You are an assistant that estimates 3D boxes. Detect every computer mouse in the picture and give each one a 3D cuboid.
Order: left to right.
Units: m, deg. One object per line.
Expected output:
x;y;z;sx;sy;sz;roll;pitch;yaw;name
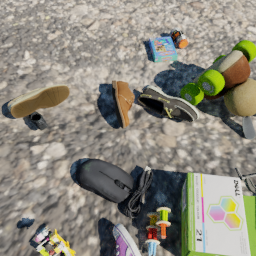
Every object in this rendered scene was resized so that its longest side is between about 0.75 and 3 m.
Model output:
-0.519;1.539;8.556;2.384;0.628;1.651;19;57;13;computer mouse

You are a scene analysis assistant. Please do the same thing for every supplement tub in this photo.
2.296;-4.036;12.585;0.561;0.561;0.916;-18;56;-12;supplement tub

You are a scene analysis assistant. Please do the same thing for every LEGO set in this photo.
-1.786;3.401;7.235;0.670;0.828;1.800;-38;85;-6;LEGO set

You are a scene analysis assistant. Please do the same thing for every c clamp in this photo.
4.120;1.591;8.815;1.112;0.151;0.950;-7;55;-4;c clamp

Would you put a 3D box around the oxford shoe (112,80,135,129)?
-0.112;-0.954;10.267;0.806;0.807;2.262;-3;53;-8;oxford shoe

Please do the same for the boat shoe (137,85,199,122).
1.409;-0.747;10.108;2.339;0.834;0.704;30;60;28;boat shoe

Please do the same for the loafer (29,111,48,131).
-3.201;-0.359;9.839;0.444;0.460;1.309;-34;38;-18;loafer

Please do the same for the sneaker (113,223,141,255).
-0.186;3.555;7.058;1.204;0.766;2.113;-23;57;-12;sneaker

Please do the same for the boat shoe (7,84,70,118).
-3.279;-1.113;10.338;2.276;0.821;0.739;-28;42;-23;boat shoe

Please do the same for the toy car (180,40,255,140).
3.881;-1.122;10.043;2.408;2.313;2.932;-40;93;-21;toy car

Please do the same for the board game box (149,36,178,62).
1.538;-3.480;12.348;1.004;0.297;1.321;-6;55;-5;board game box

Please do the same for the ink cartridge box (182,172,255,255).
2.977;2.506;7.579;2.902;1.099;2.145;5;54;4;ink cartridge box

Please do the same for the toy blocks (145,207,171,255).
0.801;2.793;7.510;0.402;0.922;1.106;21;52;-17;toy blocks
